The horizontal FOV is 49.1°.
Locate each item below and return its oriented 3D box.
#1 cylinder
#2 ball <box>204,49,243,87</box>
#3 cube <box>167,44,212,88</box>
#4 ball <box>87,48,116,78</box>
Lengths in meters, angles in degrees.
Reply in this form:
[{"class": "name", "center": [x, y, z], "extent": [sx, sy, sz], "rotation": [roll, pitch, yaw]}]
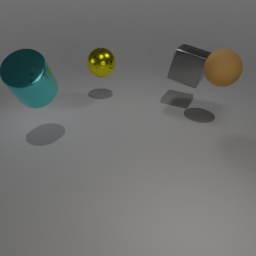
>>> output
[{"class": "cylinder", "center": [-3.098, -1.538, 8.925], "extent": [1.400, 1.400, 1.400], "rotation": [-1, 68, 2]}, {"class": "ball", "center": [3.596, -2.270, 10.614], "extent": [1.400, 1.400, 1.400], "rotation": [0, 29, 0]}, {"class": "cube", "center": [2.812, -2.868, 12.821], "extent": [1.400, 1.400, 1.400], "rotation": [23, 33, 15]}, {"class": "ball", "center": [-1.285, -3.139, 13.469], "extent": [1.400, 1.400, 1.400], "rotation": [0, 29, 0]}]
